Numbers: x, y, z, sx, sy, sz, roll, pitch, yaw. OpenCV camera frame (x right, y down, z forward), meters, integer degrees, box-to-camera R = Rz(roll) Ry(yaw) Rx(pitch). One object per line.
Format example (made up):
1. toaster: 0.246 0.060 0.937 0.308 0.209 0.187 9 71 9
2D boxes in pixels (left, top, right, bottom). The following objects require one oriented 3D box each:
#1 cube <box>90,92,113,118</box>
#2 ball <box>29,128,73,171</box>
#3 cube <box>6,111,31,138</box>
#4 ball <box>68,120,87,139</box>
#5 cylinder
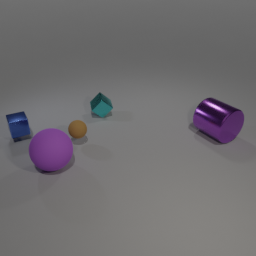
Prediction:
1. cube: -1.198 -1.025 12.583 0.700 0.700 0.700 34 24 -35
2. ball: -2.512 0.706 9.175 1.400 1.400 1.400 0 30 0
3. cube: -4.247 -0.132 10.831 0.700 0.700 0.700 -15 36 -25
4. ball: -1.879 0.048 10.450 0.700 0.700 0.700 0 30 0
5. cylinder: 3.535 -0.321 10.996 1.400 1.400 1.400 -17 34 -28
